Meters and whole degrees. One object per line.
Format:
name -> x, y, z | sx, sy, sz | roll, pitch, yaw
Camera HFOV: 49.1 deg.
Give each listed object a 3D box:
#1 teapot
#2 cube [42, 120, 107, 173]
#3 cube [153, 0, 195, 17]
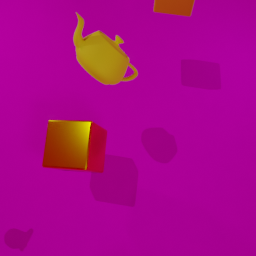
teapot -> -0.482, -1.489, 5.581 | 0.887, 1.811, 1.126 | -45, 37, 16
cube -> -1.218, 0.461, 6.670 | 1.101, 1.101, 1.101 | 2, 78, 15
cube -> 1.158, -3.394, 6.714 | 0.924, 0.924, 0.924 | 9, 57, 3
